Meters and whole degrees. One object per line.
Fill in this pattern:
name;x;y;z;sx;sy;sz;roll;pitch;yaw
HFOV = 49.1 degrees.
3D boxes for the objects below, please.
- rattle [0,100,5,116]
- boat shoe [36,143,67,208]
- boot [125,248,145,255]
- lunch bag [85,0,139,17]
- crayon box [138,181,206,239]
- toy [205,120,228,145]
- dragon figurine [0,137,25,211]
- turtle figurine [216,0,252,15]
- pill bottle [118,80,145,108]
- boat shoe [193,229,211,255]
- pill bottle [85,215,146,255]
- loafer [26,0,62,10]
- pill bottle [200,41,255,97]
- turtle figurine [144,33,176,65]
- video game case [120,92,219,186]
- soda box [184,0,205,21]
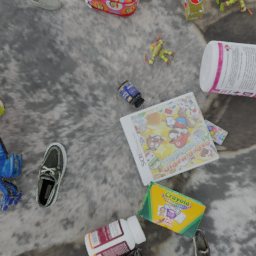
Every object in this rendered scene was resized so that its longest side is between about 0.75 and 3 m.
rattle;-4.781;-0.812;9.329;0.766;0.841;1.177;-43;89;12
boat shoe;-2.476;1.508;9.015;0.748;0.673;2.115;7;81;1
boot;0.756;4.758;8.365;2.833;0.981;2.466;-26;83;-1
lunch bag;-0.533;-5.383;9.894;2.219;1.032;2.519;16;82;2
crayon box;1.358;2.548;8.799;1.832;0.534;1.088;23;90;-1
toy;2.898;0.126;9.471;0.864;0.204;0.497;32;82;5
dragon figurine;-3.913;1.154;9.000;1.388;0.822;2.792;8;82;1
turtle figurine;3.847;-4.605;10.074;1.126;0.450;1.397;-20;82;-3
pill bottle;0.124;-1.131;9.506;0.514;0.514;0.919;-42;83;-6
boat shoe;2.351;3.847;8.787;0.458;0.413;1.273;-12;82;-2
pill bottle;-0.375;3.391;8.587;1.674;0.956;0.956;-23;82;-3
loafer;-3.059;-4.580;10.067;1.305;0.455;0.456;7;81;1
pill bottle;3.934;-1.839;9.046;2.888;1.637;1.637;6;81;2
turtle figurine;1.168;-2.694;9.811;0.968;0.387;1.200;28;82;4
video game case;1.359;0.341;9.345;2.640;0.302;2.403;-20;83;-2
soda box;2.323;-4.744;10.056;0.558;0.527;1.648;-5;81;-2
